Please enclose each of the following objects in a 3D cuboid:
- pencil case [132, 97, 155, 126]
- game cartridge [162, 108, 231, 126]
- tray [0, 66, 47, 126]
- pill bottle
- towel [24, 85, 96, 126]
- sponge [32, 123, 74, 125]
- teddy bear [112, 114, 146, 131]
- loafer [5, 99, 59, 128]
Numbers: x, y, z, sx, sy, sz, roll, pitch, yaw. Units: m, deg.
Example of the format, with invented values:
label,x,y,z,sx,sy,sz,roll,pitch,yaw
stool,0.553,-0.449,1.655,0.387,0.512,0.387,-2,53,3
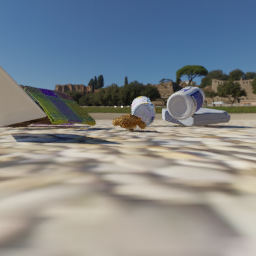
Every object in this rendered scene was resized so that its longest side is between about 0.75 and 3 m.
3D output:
label,x,y,z,sx,sy,sz,roll,pitch,yaw
pencil case,0.559,-0.686,10.610,0.823,0.898,1.981,22,11,-5
game cartridge,2.450,-0.483,10.977,1.768,0.543,2.656,-1,8,-16
tray,-2.273,-0.642,4.744,1.025,0.212,1.909,-12,-30,9
pill bottle,2.026,-0.896,9.450,0.915,0.915,1.529,1,19,34
towel,-1.804,-0.558,7.764,1.451,0.230,2.021,44,15,17
sponge,-3.405,-0.367,10.037,2.965,0.442,1.654,2,4,-4
teddy bear,0.009,-0.087,6.498,0.769,0.354,1.061,19,-6,-24
loafer,-2.699,-0.535,8.192,0.811,0.835,2.285,-22,-11,42
